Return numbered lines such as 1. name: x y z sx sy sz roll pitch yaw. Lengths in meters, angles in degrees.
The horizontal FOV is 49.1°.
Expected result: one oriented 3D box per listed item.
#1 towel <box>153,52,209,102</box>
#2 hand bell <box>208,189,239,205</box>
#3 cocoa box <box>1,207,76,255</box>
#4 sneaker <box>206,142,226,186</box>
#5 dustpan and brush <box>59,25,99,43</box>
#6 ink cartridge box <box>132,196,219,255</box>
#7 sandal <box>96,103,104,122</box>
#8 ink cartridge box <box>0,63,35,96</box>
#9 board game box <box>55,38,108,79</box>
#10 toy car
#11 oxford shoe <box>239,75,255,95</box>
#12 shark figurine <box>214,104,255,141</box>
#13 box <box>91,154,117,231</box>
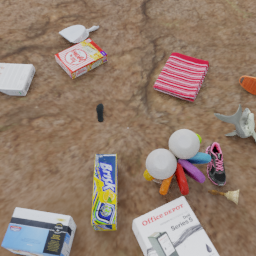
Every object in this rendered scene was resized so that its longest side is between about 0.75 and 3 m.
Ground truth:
1. towel: 2.481 -2.423 12.775 1.930 0.300 2.669 20 55 14
2. hand bell: 3.265 2.272 9.617 1.001 0.521 0.521 7 55 23
3. cocoa box: -2.629 3.271 8.529 1.771 1.181 1.162 7 57 5
4. sneaker: 3.218 1.247 10.140 0.645 0.779 1.634 -2 58 -3
5. dustpan and brush: -2.366 -4.968 14.482 2.011 0.576 1.404 -37 54 -15
6. ink cartridge box: 1.455 3.617 8.379 1.822 1.052 2.504 -22 59 -14
7. sandal: -1.173 -0.630 11.754 0.316 0.202 0.842 -1 69 -1
8. ink cartridge box: -5.393 -2.219 12.664 1.986 0.497 1.598 2 56 7
9. board game box: -2.217 -3.334 13.356 1.999 0.463 1.514 -34 63 -20
10. toy car: 1.731 1.254 9.256 2.305 2.017 1.728 -40 72 -5
11. oxford shoe: 5.923 -1.874 12.348 2.051 0.731 0.748 23 43 7
12. shark figurine: 4.138 0.038 10.668 1.123 2.692 1.608 -14 83 35
13. box: -0.759 2.123 9.491 0.788 0.859 2.451 -1 57 -1
